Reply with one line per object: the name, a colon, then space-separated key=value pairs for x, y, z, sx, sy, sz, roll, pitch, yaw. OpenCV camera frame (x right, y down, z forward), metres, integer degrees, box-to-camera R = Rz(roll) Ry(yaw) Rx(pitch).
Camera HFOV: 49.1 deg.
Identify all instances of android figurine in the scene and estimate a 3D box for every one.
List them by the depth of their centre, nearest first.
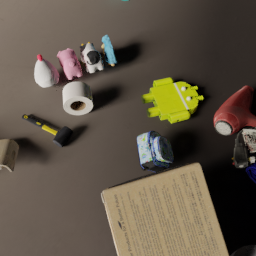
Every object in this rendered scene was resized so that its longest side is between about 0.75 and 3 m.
android figurine: x=1.386 y=-0.879 z=8.643 sx=1.836 sy=0.377 sz=1.671 roll=-12 pitch=56 yaw=-6

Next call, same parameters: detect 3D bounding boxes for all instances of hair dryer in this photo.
hair dryer: x=3.552 y=-0.053 z=7.821 sx=2.270 sy=0.810 sz=2.980 roll=0 pitch=52 yaw=-6

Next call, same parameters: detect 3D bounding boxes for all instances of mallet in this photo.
mallet: x=-2.435 y=0.055 z=8.069 sx=1.740 sy=0.358 sz=0.573 roll=17 pitch=61 yaw=17

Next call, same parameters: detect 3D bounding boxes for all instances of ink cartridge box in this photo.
ink cartridge box: x=0.765 y=2.134 z=5.593 sx=2.031 sy=0.926 sz=2.466 roll=-15 pitch=83 yaw=-3

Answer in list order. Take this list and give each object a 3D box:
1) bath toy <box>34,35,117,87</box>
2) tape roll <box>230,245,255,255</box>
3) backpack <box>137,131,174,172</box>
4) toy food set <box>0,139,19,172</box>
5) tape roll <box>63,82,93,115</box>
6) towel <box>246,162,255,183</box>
bath toy: x=-1.778 y=-2.208 z=9.171 sx=2.740 sy=1.013 sz=1.191 roll=-23 pitch=25 yaw=-16
tape roll: x=2.676 y=3.121 z=5.883 sx=1.171 sy=0.387 sz=1.171 roll=0 pitch=55 yaw=0
backpack: x=0.703 y=0.559 z=7.152 sx=0.713 sy=0.888 sz=0.971 roll=-26 pitch=63 yaw=28
toy food set: x=-3.761 y=0.877 z=7.302 sx=1.633 sy=0.493 sz=1.172 roll=-8 pitch=32 yaw=-7
tape roll: x=-1.492 y=-0.872 z=8.323 sx=0.873 sy=0.873 sz=0.599 roll=-8 pitch=56 yaw=-5
towel: x=4.516 y=1.198 z=7.067 sx=2.426 sy=0.601 sz=1.792 roll=-22 pitch=59 yaw=-15
